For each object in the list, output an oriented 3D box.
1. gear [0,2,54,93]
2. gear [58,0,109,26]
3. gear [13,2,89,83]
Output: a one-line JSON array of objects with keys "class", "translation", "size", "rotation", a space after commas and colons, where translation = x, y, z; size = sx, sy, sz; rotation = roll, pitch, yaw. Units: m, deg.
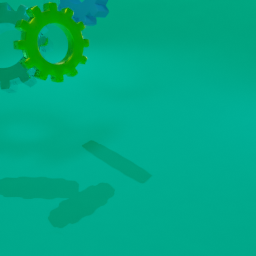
[{"class": "gear", "translation": [-2.333, -1.549, 5.444], "size": [1.689, 1.689, 0.312], "rotation": [3, -5, 5]}, {"class": "gear", "translation": [-1.006, -3.249, 6.184], "size": [1.848, 1.848, 0.342], "rotation": [25, 29, 36]}, {"class": "gear", "translation": [-1.340, -1.514, 5.052], "size": [1.343, 1.343, 0.248], "rotation": [-23, 26, -35]}]
